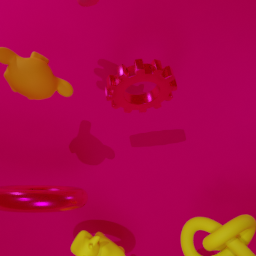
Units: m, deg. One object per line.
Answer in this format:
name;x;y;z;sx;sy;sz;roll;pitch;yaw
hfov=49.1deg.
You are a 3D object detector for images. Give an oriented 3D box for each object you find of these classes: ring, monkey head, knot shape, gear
ring;-1.628;1.276;5.168;1.774;1.774;0.355;2;81;0
monkey head;-1.982;-1.205;5.999;1.678;1.011;1.207;28;65;-26
knot shape;1.639;2.108;5.092;1.396;1.492;0.689;-10;36;28
gear;0.308;-0.942;6.688;1.671;1.671;0.309;-8;60;-1

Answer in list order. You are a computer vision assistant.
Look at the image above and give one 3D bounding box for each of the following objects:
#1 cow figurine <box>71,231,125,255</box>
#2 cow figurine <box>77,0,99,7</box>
cow figurine;-0.507;2.335;5.220;1.126;1.108;0.618;33;79;-3
cow figurine;-1.170;-3.356;5.951;1.530;0.854;1.555;-1;117;37
